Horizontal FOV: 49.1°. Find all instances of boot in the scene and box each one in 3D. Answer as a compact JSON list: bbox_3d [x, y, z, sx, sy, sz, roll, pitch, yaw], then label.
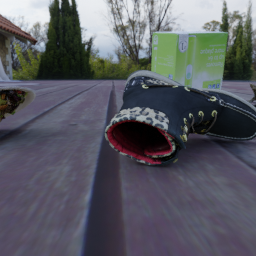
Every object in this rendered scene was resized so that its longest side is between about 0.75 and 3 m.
[{"bbox_3d":[1.081,-0.012,4.956,2.826,1.020,2.135,19,32,3],"label":"boot"}]

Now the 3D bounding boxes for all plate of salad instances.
[{"bbox_3d":[-2.974,-0.319,5.987,2.102,0.505,2.102,-22,-6,-2],"label":"plate of salad"}]

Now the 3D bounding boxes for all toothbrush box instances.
[{"bbox_3d":[1.501,-1.263,7.122,1.644,2.259,0.972,-11,25,-30],"label":"toothbrush box"}]

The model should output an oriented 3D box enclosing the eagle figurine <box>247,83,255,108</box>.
[{"bbox_3d":[3.611,-0.602,6.613,1.450,1.442,1.911,-14,21,-2],"label":"eagle figurine"}]
